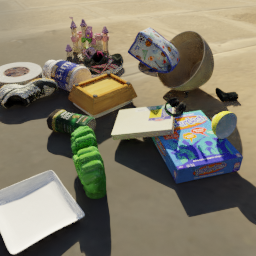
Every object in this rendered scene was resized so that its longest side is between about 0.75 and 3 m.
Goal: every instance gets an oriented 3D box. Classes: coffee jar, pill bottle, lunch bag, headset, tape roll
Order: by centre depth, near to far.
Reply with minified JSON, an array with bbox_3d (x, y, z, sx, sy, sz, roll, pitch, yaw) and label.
[{"bbox_3d":[1.696,-0.823,9.416,0.659,0.502,1.068,39,59,18],"label":"headset"},{"bbox_3d":[-2.142,-0.165,10.508,1.727,0.737,0.900,14,38,19],"label":"coffee jar"},{"bbox_3d":[1.287,-3.343,12.539,2.088,1.293,1.775,35,35,1],"label":"lunch bag"},{"bbox_3d":[-2.939,-2.487,13.244,2.191,1.311,1.311,23,42,30],"label":"pill bottle"},{"bbox_3d":[-5.304,-2.385,13.544,2.323,0.768,2.323,0,36,0],"label":"tape roll"}]

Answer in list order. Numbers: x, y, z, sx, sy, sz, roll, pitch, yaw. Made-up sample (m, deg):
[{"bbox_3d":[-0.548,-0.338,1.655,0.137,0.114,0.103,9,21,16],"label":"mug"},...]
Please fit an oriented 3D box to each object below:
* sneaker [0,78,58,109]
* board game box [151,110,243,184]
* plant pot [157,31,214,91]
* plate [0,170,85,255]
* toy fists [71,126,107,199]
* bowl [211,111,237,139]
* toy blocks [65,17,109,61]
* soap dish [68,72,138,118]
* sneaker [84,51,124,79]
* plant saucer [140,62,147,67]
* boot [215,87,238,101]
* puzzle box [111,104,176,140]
[{"bbox_3d":[-4.281,-1.412,12.284,2.500,0.945,1.096,-15,51,-11],"label":"sneaker"},{"bbox_3d":[2.135,0.497,9.644,2.190,0.648,2.880,-10,35,-12],"label":"board game box"},{"bbox_3d":[2.935,-2.859,13.086,1.808,2.694,2.694,18,21,-39],"label":"plant pot"},{"bbox_3d":[-2.479,2.161,7.455,1.972,0.319,1.967,-21,47,-34],"label":"plate"},{"bbox_3d":[-1.246,0.913,8.553,0.860,1.275,2.502,-8,36,-12],"label":"toy fists"},{"bbox_3d":[3.071,-0.170,9.244,0.951,0.951,0.512,-17,33,-22],"label":"bowl"},{"bbox_3d":[-2.521,-5.421,16.666,2.279,2.053,2.439,14,38,17],"label":"toy blocks"},{"bbox_3d":[-1.091,-1.503,12.154,2.414,0.980,1.899,-26,43,-33],"label":"soap dish"},{"bbox_3d":[-1.209,-3.477,14.659,1.171,1.258,2.914,20,40,23],"label":"sneaker"},{"bbox_3d":[1.738,-4.007,16.095,2.596,0.447,2.596,-1,35,0],"label":"plant saucer"},{"bbox_3d":[4.516,-1.551,12.768,0.770,0.348,0.939,-9,44,-9],"label":"boot"},{"bbox_3d":[0.586,-0.225,10.033,2.181,0.277,1.451,-5,39,19],"label":"puzzle box"}]
